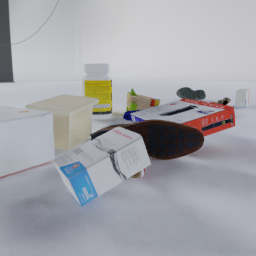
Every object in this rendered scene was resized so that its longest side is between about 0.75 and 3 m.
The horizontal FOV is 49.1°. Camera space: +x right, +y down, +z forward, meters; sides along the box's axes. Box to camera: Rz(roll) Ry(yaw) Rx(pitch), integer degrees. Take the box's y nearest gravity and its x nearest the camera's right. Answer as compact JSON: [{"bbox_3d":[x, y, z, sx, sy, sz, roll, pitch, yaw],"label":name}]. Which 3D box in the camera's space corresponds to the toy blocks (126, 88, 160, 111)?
[{"bbox_3d":[0.836,-1.177,13.571,1.649,1.206,2.413,10,12,-8],"label":"toy blocks"}]

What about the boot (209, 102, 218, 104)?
[{"bbox_3d":[3.952,-0.931,13.336,1.061,0.524,1.367,-1,24,-35],"label":"boot"}]

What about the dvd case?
[{"bbox_3d":[-0.442,0.062,8.675,1.214,0.150,0.912,-29,25,-31],"label":"dvd case"}]

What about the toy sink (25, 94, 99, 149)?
[{"bbox_3d":[-1.877,-0.236,8.440,1.359,1.168,2.084,8,18,14],"label":"toy sink"}]

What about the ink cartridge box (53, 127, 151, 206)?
[{"bbox_3d":[-0.468,0.602,4.968,1.407,0.589,1.021,-28,21,-20],"label":"ink cartridge box"}]

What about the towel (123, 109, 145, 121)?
[{"bbox_3d":[1.193,-0.450,11.165,2.386,0.591,1.762,-5,6,-23],"label":"towel"}]

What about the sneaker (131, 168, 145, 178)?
[{"bbox_3d":[0.217,0.677,5.961,0.737,0.467,1.311,-9,13,-24],"label":"sneaker"}]

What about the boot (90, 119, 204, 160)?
[{"bbox_3d":[0.472,0.157,7.123,2.705,1.010,1.311,-1,14,5],"label":"boot"}]

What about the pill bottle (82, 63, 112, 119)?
[{"bbox_3d":[-1.353,-1.650,12.341,1.327,2.321,1.327,0,12,0],"label":"pill bottle"}]

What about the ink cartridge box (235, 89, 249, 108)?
[{"bbox_3d":[6.576,-1.742,16.059,0.547,0.945,1.626,7,14,28],"label":"ink cartridge box"}]

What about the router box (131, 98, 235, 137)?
[{"bbox_3d":[1.630,-0.265,8.915,2.286,0.622,2.548,-17,17,-19],"label":"router box"}]

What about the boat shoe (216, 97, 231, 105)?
[{"bbox_3d":[5.564,-1.484,16.100,1.294,0.465,0.385,-14,25,-39],"label":"boat shoe"}]

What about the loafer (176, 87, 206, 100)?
[{"bbox_3d":[4.062,-2.141,18.566,2.583,0.928,0.813,0,-7,-36],"label":"loafer"}]

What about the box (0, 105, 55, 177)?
[{"bbox_3d":[-3.033,0.203,6.475,2.181,1.160,1.661,10,16,38],"label":"box"}]
